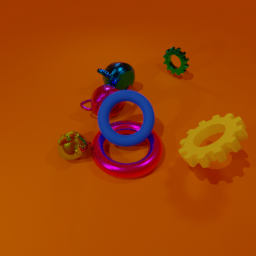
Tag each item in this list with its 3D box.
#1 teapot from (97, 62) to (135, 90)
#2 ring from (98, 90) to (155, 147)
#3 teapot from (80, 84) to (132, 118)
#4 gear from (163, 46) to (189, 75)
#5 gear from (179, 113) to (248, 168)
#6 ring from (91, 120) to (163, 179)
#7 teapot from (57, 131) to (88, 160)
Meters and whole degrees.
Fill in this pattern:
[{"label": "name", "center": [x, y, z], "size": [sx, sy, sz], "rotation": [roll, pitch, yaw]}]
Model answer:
[{"label": "teapot", "center": [-0.340, -1.792, 9.866], "size": [0.945, 1.200, 1.931], "rotation": [40, 22, 33]}, {"label": "ring", "center": [-0.050, -0.285, 8.090], "size": [1.658, 0.332, 1.658], "rotation": [0, 84, -1]}, {"label": "teapot", "center": [-0.625, -0.931, 8.994], "size": [1.854, 1.153, 0.908], "rotation": [-18, 56, -13]}, {"label": "gear", "center": [1.784, -2.491, 10.435], "size": [1.050, 1.050, 0.194], "rotation": [32, 53, 28]}, {"label": "gear", "center": [2.019, 0.279, 6.774], "size": [1.617, 0.299, 1.617], "rotation": [-32, 20, 13]}, {"label": "ring", "center": [-0.036, 0.554, 8.065], "size": [2.075, 0.415, 2.075], "rotation": [0, 45, 0]}, {"label": "teapot", "center": [-1.564, 0.453, 7.822], "size": [0.880, 0.693, 1.415], "rotation": [-36, 31, -22]}]
